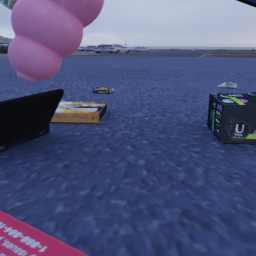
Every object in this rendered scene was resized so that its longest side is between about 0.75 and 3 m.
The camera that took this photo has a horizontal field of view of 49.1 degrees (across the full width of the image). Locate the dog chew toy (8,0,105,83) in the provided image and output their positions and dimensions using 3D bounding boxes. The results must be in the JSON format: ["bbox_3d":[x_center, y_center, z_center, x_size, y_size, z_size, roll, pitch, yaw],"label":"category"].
[{"bbox_3d":[-1.419,-2.009,5.198,1.523,2.446,1.523,24,2,-1],"label":"dog chew toy"}]

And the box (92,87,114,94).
[{"bbox_3d":[-1.132,-1.718,12.814,0.820,0.202,0.655,4,19,14],"label":"box"}]

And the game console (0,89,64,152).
[{"bbox_3d":[-2.692,-0.216,6.137,1.819,1.204,2.068,9,19,26],"label":"game console"}]

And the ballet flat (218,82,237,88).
[{"bbox_3d":[5.006,-2.164,14.117,0.927,0.289,0.313,5,18,17],"label":"ballet flat"}]

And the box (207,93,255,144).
[{"bbox_3d":[2.655,-0.282,6.820,1.117,0.935,1.503,1,16,2],"label":"box"}]

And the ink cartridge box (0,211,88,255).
[{"bbox_3d":[-0.871,1.522,0.302,2.170,1.259,2.940,11,22,33],"label":"ink cartridge box"}]

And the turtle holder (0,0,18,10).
[{"bbox_3d":[-2.265,-3.209,6.231,1.767,1.255,1.343,36,21,-15],"label":"turtle holder"}]

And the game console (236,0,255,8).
[{"bbox_3d":[2.816,-2.556,5.438,1.838,1.070,1.617,16,46,-7],"label":"game console"}]

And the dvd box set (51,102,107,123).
[{"bbox_3d":[-1.826,-0.519,8.634,2.192,0.322,1.604,2,16,5],"label":"dvd box set"}]

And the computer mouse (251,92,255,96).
[{"bbox_3d":[4.072,-0.615,8.435,1.648,0.628,2.381,4,17,22],"label":"computer mouse"}]
